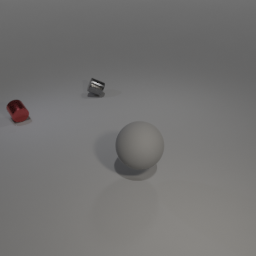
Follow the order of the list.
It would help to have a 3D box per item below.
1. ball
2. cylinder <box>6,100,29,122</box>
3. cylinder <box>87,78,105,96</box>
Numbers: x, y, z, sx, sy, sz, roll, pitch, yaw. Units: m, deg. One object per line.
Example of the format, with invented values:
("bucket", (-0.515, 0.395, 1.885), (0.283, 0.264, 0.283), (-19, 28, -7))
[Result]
("ball", (0.340, 0.500, 8.052), (1.400, 1.400, 1.400), (0, 29, 0))
("cylinder", (-4.602, -0.713, 11.693), (0.700, 0.700, 0.700), (-21, 51, -33))
("cylinder", (-1.595, -2.039, 13.928), (0.700, 0.700, 0.700), (20, 24, -18))
